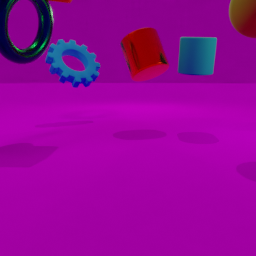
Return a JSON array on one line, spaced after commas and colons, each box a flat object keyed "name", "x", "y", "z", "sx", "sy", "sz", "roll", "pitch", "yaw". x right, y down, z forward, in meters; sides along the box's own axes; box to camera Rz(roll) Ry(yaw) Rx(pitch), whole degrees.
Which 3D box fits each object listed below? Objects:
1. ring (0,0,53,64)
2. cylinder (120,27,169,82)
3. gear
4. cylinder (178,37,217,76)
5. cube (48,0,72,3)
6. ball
[{"name": "ring", "x": -2.456, "y": -2.441, "z": 6.637, "sx": 0.373, "sy": 1.863, "sz": 1.863, "roll": 20, "pitch": 17, "yaw": 20}, {"name": "cylinder", "x": 0.499, "y": -2.197, "z": 8.486, "sx": 1.198, "sy": 1.198, "sz": 1.198, "roll": -18, "pitch": -9, "yaw": -3}, {"name": "gear", "x": -1.977, "y": -2.365, "z": 10.216, "sx": 1.941, "sy": 1.941, "sz": 0.359, "roll": -8, "pitch": -25, "yaw": -36}, {"name": "cylinder", "x": 1.982, "y": -2.083, "z": 8.076, "sx": 1.013, "sy": 1.013, "sz": 1.013, "roll": 1, "pitch": 18, "yaw": 0}, {"name": "cube", "x": -1.839, "y": -3.912, "z": 7.007, "sx": 1.057, "sy": 1.057, "sz": 1.057, "roll": 9, "pitch": 48, "yaw": 6}, {"name": "ball", "x": 2.613, "y": -2.382, "z": 5.528, "sx": 1.166, "sy": 1.166, "sz": 1.166, "roll": 0, "pitch": 10, "yaw": 0}]
